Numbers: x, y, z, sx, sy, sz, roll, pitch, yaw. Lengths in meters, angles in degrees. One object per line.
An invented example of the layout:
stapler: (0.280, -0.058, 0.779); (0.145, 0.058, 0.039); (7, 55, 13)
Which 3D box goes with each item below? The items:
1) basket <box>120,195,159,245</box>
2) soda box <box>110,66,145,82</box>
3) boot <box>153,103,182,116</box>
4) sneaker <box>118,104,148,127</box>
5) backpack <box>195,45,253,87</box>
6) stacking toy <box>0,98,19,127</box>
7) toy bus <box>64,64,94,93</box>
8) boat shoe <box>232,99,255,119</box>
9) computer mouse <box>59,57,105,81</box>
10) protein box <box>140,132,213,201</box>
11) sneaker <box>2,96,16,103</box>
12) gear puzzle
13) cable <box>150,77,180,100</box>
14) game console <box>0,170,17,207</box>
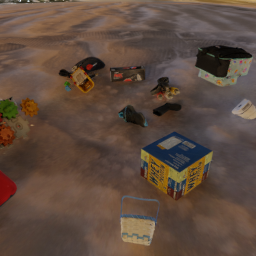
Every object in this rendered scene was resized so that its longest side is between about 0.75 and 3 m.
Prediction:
basket: (0.219, 2.064, 6.334); (0.891, 0.703, 1.010); (6, 62, 9)
soda box: (-0.029, -2.850, 14.741); (1.827, 0.647, 0.579); (-4, 29, -6)
boot: (1.613, -0.752, 11.498); (0.815, 0.324, 0.988); (9, 24, 41)
sneaker: (0.198, -0.351, 10.781); (0.648, 0.579, 1.582); (-31, 35, -14)
backpack: (4.863, -3.172, 14.067); (2.440, 1.870, 2.145); (-18, 34, -25)
stacking toy: (-4.616, -0.399, 10.616); (2.087, 0.891, 0.891); (31, 42, 30)
toy bus: (-2.231, -2.358, 13.742); (1.491, 0.816, 1.580); (-7, 52, 38)
boat shoe: (4.426, -0.626, 10.422); (0.710, 0.721, 2.034); (45, 11, 6)
computer mouse: (-2.203, -3.397, 15.633); (2.964, 0.682, 2.081); (-27, 39, -37)
protein box: (1.339, 1.004, 7.946); (1.435, 0.968, 1.425); (-24, 39, -35)
sneaker: (-5.323, -0.965, 11.691); (0.482, 0.529, 1.290); (23, 38, 33)
gear puzzle: (-4.029, -0.221, 9.475); (0.386, 1.527, 2.948); (-25, 12, 38)
cable: (1.638, -1.876, 13.518); (1.257, 0.651, 2.588); (-17, 18, 4)
game console: (-4.737, 1.958, 7.055); (2.380, 1.639, 2.762); (40, 40, 3)
